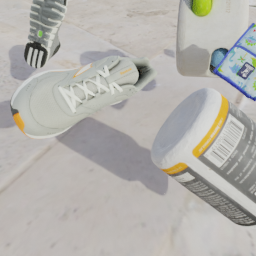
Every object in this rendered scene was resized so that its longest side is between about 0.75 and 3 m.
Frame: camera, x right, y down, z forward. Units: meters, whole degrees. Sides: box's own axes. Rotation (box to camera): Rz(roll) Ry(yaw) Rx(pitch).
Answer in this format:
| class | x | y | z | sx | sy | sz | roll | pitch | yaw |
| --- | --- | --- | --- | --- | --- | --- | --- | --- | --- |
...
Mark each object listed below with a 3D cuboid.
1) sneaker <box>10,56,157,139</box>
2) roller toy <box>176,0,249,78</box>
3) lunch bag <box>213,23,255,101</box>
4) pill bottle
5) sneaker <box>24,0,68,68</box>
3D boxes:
| class | x | y | z | sx | sy | sz | roll | pitch | yaw |
| --- | --- | --- | --- | --- | --- | --- | --- | --- | --- |
| sneaker | -0.494 | -0.631 | 4.040 | 1.113 | 0.916 | 2.420 | -16 | 13 | 42 |
| roller toy | 2.171 | -2.436 | 7.190 | 1.708 | 2.229 | 2.444 | 4 | 19 | 12 |
| lunch bag | 2.232 | -1.146 | 5.013 | 0.938 | 0.703 | 1.103 | 41 | 86 | 16 |
| pill bottle | 1.568 | 0.585 | 4.033 | 2.287 | 1.331 | 1.331 | 37 | 39 | -10 |
| sneaker | -2.428 | -3.164 | 8.675 | 0.956 | 2.548 | 1.471 | 25 | 19 | -6 |
